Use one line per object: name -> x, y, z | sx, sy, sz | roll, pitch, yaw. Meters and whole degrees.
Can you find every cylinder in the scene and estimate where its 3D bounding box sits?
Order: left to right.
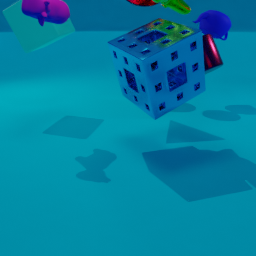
cylinder -> 2.388, -2.310, 9.061 | 1.060, 1.060, 1.060 | -21, -1, 0

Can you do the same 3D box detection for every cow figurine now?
cow figurine -> -1.687, -2.516, 5.926 | 1.244, 0.683, 1.224 | -1, 27, -46

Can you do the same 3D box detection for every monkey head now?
monkey head -> 0.989, -3.240, 6.077 | 1.399, 1.172, 1.945 | 22, 27, -23

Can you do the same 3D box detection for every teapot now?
teapot -> 2.899, -3.507, 9.642 | 1.770, 0.867, 1.101 | 17, 11, -35

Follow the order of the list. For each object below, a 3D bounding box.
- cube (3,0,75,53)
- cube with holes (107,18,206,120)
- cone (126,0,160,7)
cube -> -2.521, -3.082, 8.127 | 1.241, 1.241, 1.241 | -19, 20, 20
cube with holes -> 0.607, -1.263, 5.778 | 1.326, 1.326, 1.326 | -30, 40, -16
cone -> 0.277, -3.801, 7.844 | 1.561, 1.561, 1.566 | -3, -2, -8
